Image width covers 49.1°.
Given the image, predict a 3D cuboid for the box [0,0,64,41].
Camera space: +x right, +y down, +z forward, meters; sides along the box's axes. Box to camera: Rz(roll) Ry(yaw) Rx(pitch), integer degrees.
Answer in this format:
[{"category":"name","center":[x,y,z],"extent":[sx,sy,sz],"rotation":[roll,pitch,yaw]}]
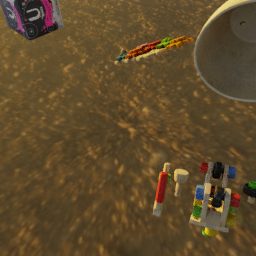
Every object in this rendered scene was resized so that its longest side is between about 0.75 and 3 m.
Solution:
[{"category":"box","center":[-2.952,-3.928,7.999],"extent":[1.284,2.238,1.479],"rotation":[-35,53,-26]}]

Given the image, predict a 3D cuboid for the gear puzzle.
[{"category":"gear puzzle","center":[0.652,-2.156,7.494],"extent":[1.389,0.351,2.682],"rotation":[-27,19,-23]}]

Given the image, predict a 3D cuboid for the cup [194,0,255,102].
[{"category":"cup","center":[2.992,-2.162,6.574],"extent":[2.565,2.565,1.835],"rotation":[13,52,13]}]

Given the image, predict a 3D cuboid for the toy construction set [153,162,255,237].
[{"category":"toy construction set","center":[1.102,1.214,4.226],"extent":[1.527,1.173,1.273],"rotation":[6,16,-10]}]
